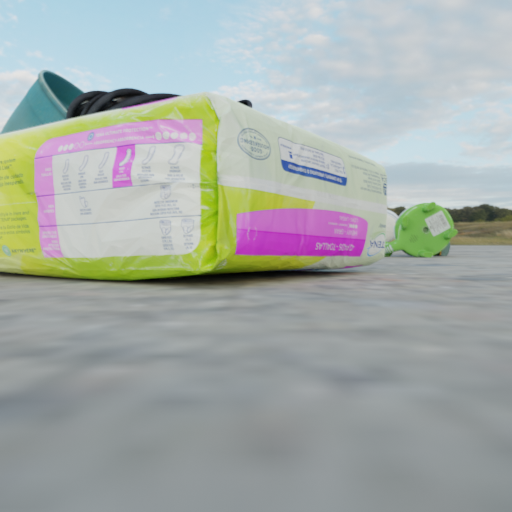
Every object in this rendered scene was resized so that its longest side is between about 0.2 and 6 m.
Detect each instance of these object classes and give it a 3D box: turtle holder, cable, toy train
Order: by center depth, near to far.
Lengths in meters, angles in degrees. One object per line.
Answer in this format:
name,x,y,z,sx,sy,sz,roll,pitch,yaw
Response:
cable,-0.607,-0.920,3.636,1.222,0.310,0.997,1,0,28
turtle holder,2.380,-0.291,8.295,0.795,1.046,0.743,32,2,-1
toy train,2.825,-0.153,9.243,0.500,0.374,0.878,12,-1,-3

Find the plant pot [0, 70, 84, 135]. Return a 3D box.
plant pot,-2.523,-1.098,7.153,1.672,1.779,1.779,-44,-8,10

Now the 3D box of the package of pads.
package of pads,-0.700,-0.312,3.851,2.624,0.895,2.027,0,0,34

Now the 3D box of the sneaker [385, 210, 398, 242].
sneaker,1.971,-0.517,13.443,3.089,1.128,1.094,-6,15,2
